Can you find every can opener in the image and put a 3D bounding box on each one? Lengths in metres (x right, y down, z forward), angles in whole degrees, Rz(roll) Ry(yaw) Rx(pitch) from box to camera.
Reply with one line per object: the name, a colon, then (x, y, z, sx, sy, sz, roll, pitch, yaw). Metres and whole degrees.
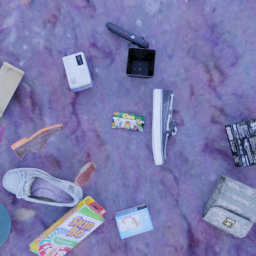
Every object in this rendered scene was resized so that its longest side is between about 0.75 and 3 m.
can opener: (-0.027, -3.438, 10.509, 1.874, 0.594, 0.737, 34, 87, 2)

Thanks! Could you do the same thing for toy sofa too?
toy sofa: (-4.605, -1.421, 10.334, 0.788, 0.929, 1.903, 28, 85, -23)

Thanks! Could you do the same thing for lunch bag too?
lunch bag: (3.635, 2.754, 9.760, 1.490, 1.068, 1.817, 25, 89, 6)

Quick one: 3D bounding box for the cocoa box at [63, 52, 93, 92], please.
cocoa box: (-1.826, -2.035, 10.302, 0.779, 0.766, 1.168, -16, 85, -1)

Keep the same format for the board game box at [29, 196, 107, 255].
board game box: (-1.985, 3.539, 9.726, 2.575, 0.386, 1.230, -41, 126, -5)

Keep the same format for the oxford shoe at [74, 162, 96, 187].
oxford shoe: (-1.250, 1.321, 7.958, 0.879, 0.325, 0.311, -48, 118, -39)

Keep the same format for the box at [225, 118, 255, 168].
box: (4.419, 0.503, 10.123, 1.315, 0.692, 1.606, -14, 85, -1)

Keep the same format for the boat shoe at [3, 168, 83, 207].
boat shoe: (-3.061, 2.117, 9.845, 2.940, 0.943, 1.083, 17, 85, 4)

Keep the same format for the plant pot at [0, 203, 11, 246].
plant pot: (-5.263, 3.486, 9.431, 1.983, 1.591, 1.983, 0, 86, 0)

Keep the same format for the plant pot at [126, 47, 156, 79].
plant pot: (0.452, -2.276, 10.261, 1.010, 0.896, 1.007, 5, 85, 0)

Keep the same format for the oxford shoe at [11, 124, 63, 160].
oxford shoe: (-2.746, 0.411, 8.813, 1.704, 0.607, 0.621, -28, 92, -3)

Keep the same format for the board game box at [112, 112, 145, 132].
board game box: (0.012, -0.235, 10.476, 1.177, 0.138, 0.617, 8, 83, 1)

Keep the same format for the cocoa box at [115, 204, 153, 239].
cocoa box: (0.215, 3.265, 9.855, 1.172, 0.769, 0.782, -17, 85, -1)

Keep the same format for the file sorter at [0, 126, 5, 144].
file sorter: (-4.407, 0.284, 7.422, 1.800, 1.129, 1.251, 23, 122, -13)

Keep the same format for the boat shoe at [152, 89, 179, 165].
boat shoe: (1.356, -0.054, 10.089, 0.933, 0.987, 2.752, 2, 78, 1)
